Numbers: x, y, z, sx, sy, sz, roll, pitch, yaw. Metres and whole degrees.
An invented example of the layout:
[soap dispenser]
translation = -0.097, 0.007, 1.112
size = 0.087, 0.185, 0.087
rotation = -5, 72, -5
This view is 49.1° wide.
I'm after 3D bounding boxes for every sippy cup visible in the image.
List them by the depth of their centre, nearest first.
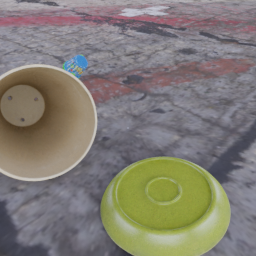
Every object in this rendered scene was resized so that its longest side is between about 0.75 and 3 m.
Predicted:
[sippy cup]
translation = -1.833, -2.214, 10.016
size = 0.770, 0.719, 0.981
rotation = -1, 70, -44

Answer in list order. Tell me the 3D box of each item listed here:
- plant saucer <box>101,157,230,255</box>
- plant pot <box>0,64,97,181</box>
[plant saucer]
translation = 0.698, 1.343, 5.541
size = 2.555, 0.397, 2.555
rotation = -5, 34, 3
[plant pot]
translation = -2.373, -0.332, 6.857
size = 2.450, 2.450, 2.616
rotation = -18, 20, -24
